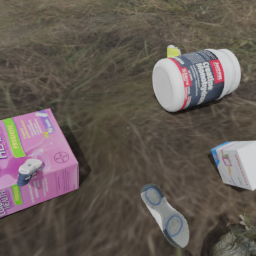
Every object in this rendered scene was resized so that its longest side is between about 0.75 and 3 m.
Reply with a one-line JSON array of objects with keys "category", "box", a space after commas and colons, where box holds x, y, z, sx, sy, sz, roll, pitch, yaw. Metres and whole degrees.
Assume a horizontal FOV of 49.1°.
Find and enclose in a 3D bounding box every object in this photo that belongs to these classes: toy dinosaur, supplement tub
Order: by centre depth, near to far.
[{"category": "toy dinosaur", "box": [2.156, 2.339, 5.261, 2.934, 1.500, 1.129, -4, 54, -40]}, {"category": "supplement tub", "box": [2.245, -1.643, 9.383, 2.492, 1.749, 1.749, -16, 45, -16]}]

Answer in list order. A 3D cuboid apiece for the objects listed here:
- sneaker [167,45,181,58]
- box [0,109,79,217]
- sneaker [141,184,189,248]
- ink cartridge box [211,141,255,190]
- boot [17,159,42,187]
[{"category": "sneaker", "box": [1.681, -2.438, 10.488, 0.519, 1.375, 0.525, 13, 51, 27]}, {"category": "box", "box": [-2.696, 0.809, 6.933, 2.346, 1.134, 2.064, -17, 51, -24]}, {"category": "sneaker", "box": [0.816, 1.894, 6.142, 0.559, 0.653, 1.500, -29, 75, -9]}, {"category": "ink cartridge box", "box": [2.678, 0.862, 6.742, 0.571, 1.349, 0.975, -21, 89, -11]}, {"category": "boot", "box": [-2.086, 0.918, 5.870, 0.304, 0.377, 0.836, 21, 9, 3]}]
